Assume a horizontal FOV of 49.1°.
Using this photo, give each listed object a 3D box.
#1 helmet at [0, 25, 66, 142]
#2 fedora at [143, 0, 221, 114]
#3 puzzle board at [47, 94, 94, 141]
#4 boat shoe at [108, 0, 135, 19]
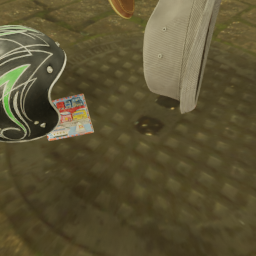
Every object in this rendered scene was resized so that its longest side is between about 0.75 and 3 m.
[{"bbox_3d":[-1.909,-0.797,4.661,1.797,1.713,1.797,2,40,-2],"label":"helmet"},{"bbox_3d":[1.027,-1.693,5.667,1.212,2.684,2.374,13,15,15],"label":"fedora"},{"bbox_3d":[-1.301,-0.199,5.777,1.082,0.815,0.094,-10,12,18],"label":"puzzle board"},{"bbox_3d":[-0.238,-4.958,9.365,0.916,0.859,2.544,-6,81,-38],"label":"boat shoe"}]
